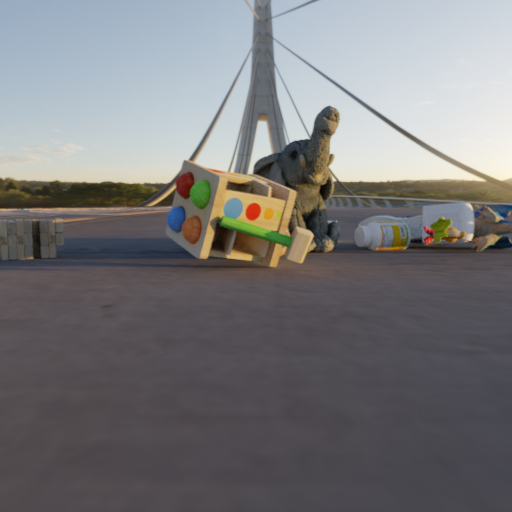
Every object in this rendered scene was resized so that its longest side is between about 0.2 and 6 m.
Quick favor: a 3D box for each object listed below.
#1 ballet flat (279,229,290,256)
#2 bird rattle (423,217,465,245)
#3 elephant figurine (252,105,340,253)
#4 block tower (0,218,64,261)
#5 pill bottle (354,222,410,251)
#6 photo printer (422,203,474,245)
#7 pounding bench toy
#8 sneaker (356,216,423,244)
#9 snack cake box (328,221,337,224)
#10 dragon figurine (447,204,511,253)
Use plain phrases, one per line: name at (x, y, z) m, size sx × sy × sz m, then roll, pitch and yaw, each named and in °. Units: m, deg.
ballet flat at (-0.456, -0.393, 10.398) m, size 0.989 × 1.001 × 2.942 m, roll 19°, pitch -1°, yaw -38°
bird rattle at (3.152, -0.327, 9.384) m, size 0.632 × 0.437 × 0.775 m, roll 6°, pitch -13°, yaw 7°
elephant figurine at (0.858, -1.438, 11.035) m, size 2.060 × 2.656 × 1.879 m, roll 3°, pitch 7°, yaw 25°
block tower at (-4.601, -0.269, 9.457) m, size 2.531 × 0.684 × 0.732 m, roll -3°, pitch 6°, yaw -23°
pill bottle at (2.496, -0.392, 11.133) m, size 1.008 × 0.560 × 0.560 m, roll -2°, pitch 6°, yaw -19°
photo printer at (3.685, -0.615, 10.742) m, size 0.949 × 0.789 × 0.329 m, roll -4°, pitch -11°, yaw 34°
pounding bench toy at (-0.284, -0.523, 8.073) m, size 1.501 × 1.196 × 1.925 m, roll 7°, pitch 16°, yaw -35°
sneaker at (3.118, -0.517, 12.128) m, size 1.690 × 0.681 × 1.237 m, roll -6°, pitch -5°, yaw 23°
snack cake box at (1.382, -0.543, 12.878) m, size 0.839 × 0.490 × 1.459 m, roll 3°, pitch 7°, yaw 13°
dragon figurine at (4.580, -0.573, 11.185) m, size 1.534 × 0.908 × 3.085 m, roll -5°, pitch 7°, yaw -41°
